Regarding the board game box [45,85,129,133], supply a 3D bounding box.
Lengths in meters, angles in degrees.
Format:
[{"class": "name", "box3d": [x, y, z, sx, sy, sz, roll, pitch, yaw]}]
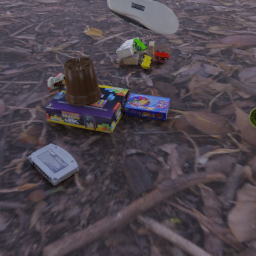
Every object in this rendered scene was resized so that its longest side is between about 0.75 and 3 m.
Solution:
[{"class": "board game box", "box3d": [-1.485, -0.898, 10.750, 2.571, 0.729, 2.126, 10, 37, 13]}]

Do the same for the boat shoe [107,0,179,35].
[{"class": "boat shoe", "box3d": [0.560, -4.451, 11.119, 2.953, 1.059, 1.001, 16, 1, -10]}]

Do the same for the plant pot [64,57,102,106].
[{"class": "plant pot", "box3d": [-1.682, -1.731, 10.113, 1.367, 1.353, 1.367, -1, 38, 1]}]

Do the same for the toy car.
[{"class": "toy car", "box3d": [0.934, -3.878, 14.457, 1.998, 0.446, 1.880, -32, 74, -35]}]

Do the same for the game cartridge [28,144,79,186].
[{"class": "game cartridge", "box3d": [-2.234, 1.058, 8.560, 1.002, 0.308, 1.505, -33, 48, -31]}]

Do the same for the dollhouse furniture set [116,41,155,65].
[{"class": "dollhouse furniture set", "box3d": [0.431, -4.112, 14.820, 1.878, 0.917, 1.601, 5, 37, 7]}]

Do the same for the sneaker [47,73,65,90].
[{"class": "sneaker", "box3d": [-3.111, -2.061, 12.459, 0.540, 0.512, 1.314, 16, 40, 18]}]

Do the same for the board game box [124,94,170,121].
[{"class": "board game box", "box3d": [0.768, -0.842, 10.968, 1.624, 0.364, 1.092, 9, 38, 12]}]

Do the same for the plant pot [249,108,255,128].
[{"class": "plant pot", "box3d": [4.979, -0.401, 10.204, 0.727, 0.765, 0.765, -9, 36, -33]}]

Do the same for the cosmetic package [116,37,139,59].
[{"class": "cosmetic package", "box3d": [0.056, -4.302, 14.964, 0.779, 0.478, 1.888, -7, 29, 22]}]
